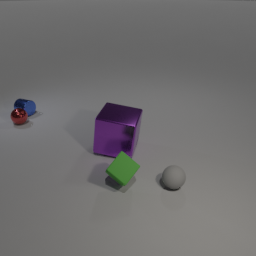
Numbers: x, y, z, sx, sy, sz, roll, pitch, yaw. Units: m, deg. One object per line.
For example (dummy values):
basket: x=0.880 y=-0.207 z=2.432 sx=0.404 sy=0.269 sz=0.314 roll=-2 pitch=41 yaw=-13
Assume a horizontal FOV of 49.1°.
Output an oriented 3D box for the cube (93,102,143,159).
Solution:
cube: x=-0.346 y=0.085 z=10.000 sx=1.400 sy=1.400 sz=1.400 roll=12 pitch=30 yaw=7

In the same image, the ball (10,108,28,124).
ball: x=-4.671 y=-0.510 z=12.022 sx=0.700 sy=0.700 sz=0.700 roll=0 pitch=28 yaw=0

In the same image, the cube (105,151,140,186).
cube: x=-0.166 y=1.202 z=8.186 sx=0.700 sy=0.700 sz=0.700 roll=39 pitch=74 yaw=3

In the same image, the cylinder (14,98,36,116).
cylinder: x=-4.720 y=-0.965 z=12.831 sx=0.700 sy=0.700 sz=0.700 roll=12 pitch=30 yaw=26

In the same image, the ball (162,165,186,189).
ball: x=1.362 y=1.448 z=8.289 sx=0.700 sy=0.700 sz=0.700 roll=0 pitch=28 yaw=0
